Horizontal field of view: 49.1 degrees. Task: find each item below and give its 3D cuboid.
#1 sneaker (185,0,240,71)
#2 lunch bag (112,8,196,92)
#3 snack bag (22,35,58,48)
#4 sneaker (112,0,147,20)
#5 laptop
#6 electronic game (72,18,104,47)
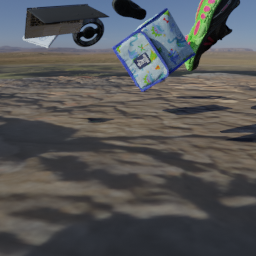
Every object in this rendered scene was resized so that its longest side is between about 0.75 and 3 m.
[{"bbox_3d":[2.636,-2.966,9.092,1.256,2.999,1.151,5,57,-9],"label":"sneaker"},{"bbox_3d":[0.595,-1.863,6.840,1.577,1.341,1.005,-36,14,-2],"label":"lunch bag"},{"bbox_3d":[-2.468,-3.124,8.657,1.322,1.402,0.150,22,-17,31],"label":"snack bag"},{"bbox_3d":[-0.030,-3.358,7.821,1.435,0.431,0.749,0,36,-44],"label":"sneaker"},{"bbox_3d":[-1.128,-1.775,4.955,1.132,0.700,1.209,-18,-14,-29],"label":"laptop"},{"bbox_3d":[-1.593,-3.866,11.342,1.384,1.384,0.288,-11,57,-34],"label":"electronic game"}]
